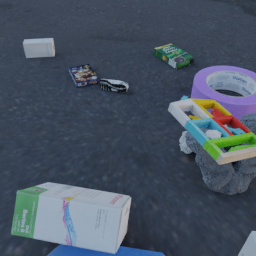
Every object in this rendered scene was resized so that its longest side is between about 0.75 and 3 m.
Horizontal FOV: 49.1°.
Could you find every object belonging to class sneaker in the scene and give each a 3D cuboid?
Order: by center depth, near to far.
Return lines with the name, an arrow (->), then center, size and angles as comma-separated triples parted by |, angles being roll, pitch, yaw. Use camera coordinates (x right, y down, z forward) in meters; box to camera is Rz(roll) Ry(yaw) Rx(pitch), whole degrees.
sneaker -> -0.484, -1.471, 9.665 | 1.083, 0.399, 0.433 | 17, 29, 12

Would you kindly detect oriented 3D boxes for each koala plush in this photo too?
koala plush -> 2.093, 0.431, 6.702 | 1.708, 1.770, 1.926 | -16, 20, -3

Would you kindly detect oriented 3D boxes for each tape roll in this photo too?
tape roll -> 3.207, -1.113, 8.887 | 2.304, 0.756, 2.304 | -1, 40, 1

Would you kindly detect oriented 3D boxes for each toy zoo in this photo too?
toy zoo -> 0.933, -0.055, 3.130 | 0.708, 0.110, 1.080 | -6, 41, -29

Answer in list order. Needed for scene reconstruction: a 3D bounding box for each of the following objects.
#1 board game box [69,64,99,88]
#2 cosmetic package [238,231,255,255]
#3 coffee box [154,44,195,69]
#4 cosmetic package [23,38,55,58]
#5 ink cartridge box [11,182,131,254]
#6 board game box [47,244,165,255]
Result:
board game box -> -1.639, -1.928, 10.267 | 0.819, 0.209, 1.209 | -15, 42, -17
cosmetic package -> 2.264, 2.860, 3.644 | 1.041, 1.448, 2.566 | 1, 39, 0
coffee box -> 1.845, -2.926, 11.357 | 0.932, 0.333, 1.515 | -21, 44, -23
cosmetic package -> -3.661, -3.303, 11.569 | 1.167, 0.658, 0.473 | -2, 40, -6
ink cartridge box -> -0.932, 1.571, 5.157 | 1.830, 0.801, 1.330 | 6, -4, 7
board game box -> -0.411, 2.914, 4.341 | 2.576, 0.502, 2.036 | 3, 44, 12
